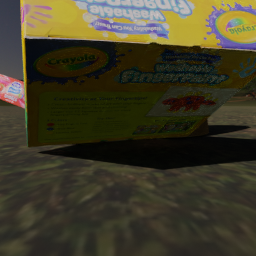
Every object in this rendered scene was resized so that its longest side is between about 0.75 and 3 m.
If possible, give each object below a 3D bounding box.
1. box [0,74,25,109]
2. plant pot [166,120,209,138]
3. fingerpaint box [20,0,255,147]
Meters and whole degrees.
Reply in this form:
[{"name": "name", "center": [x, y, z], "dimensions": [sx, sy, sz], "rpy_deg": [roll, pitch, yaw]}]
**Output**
[{"name": "box", "center": [-3.863, -1.207, 10.226], "dimensions": [1.826, 0.864, 0.937], "rpy_deg": [20, -3, 21]}, {"name": "plant pot", "center": [0.782, -1.213, 7.099], "dimensions": [2.501, 2.683, 2.501], "rpy_deg": [-1, 6, 0]}, {"name": "fingerpaint box", "center": [0.050, -0.764, 4.044], "dimensions": [2.951, 1.082, 2.462], "rpy_deg": [-4, -25, -20]}]
